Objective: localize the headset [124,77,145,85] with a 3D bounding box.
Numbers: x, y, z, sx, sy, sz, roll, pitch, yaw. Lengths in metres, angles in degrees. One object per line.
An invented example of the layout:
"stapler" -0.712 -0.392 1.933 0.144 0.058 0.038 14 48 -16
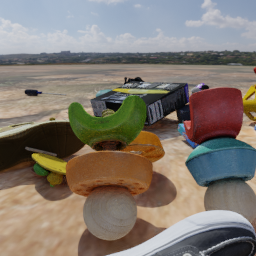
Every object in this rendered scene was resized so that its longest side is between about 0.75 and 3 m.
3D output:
"headset" 0.405 -3.000 19.148 1.204 0.916 1.949 -17 38 -38

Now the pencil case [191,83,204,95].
"pencil case" 3.669 -1.780 14.187 0.793 0.808 1.889 14 20 14

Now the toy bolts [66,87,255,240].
"toy bolts" 0.632 0.791 4.697 2.859 1.983 2.731 -8 -26 7

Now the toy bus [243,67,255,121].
"toy bus" 4.893 -0.773 9.143 2.261 1.238 2.396 31 -12 28

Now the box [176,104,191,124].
"box" 2.234 -0.492 9.782 0.951 0.544 1.044 -12 15 3

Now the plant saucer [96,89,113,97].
"plant saucer" -1.031 -1.951 15.751 1.616 0.290 1.616 0 16 0

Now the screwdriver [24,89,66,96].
"screwdriver" -4.615 -1.986 15.626 2.639 0.384 0.368 1 17 18

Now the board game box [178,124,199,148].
"board game box" 1.970 0.194 7.854 0.797 0.236 1.048 -1 26 -15

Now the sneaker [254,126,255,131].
"sneaker" 4.155 0.061 7.380 1.453 0.619 0.560 23 13 19

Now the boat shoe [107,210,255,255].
"boat shoe" 0.340 1.501 2.586 2.465 0.862 0.817 -8 23 -21

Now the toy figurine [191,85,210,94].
"toy figurine" 3.532 -1.310 12.172 1.410 0.996 1.432 14 21 41

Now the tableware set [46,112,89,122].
"tableware set" -2.152 -0.363 10.229 1.541 0.236 1.038 -11 20 -36

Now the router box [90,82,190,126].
"router box" 0.405 -1.006 10.321 2.300 0.764 2.925 -30 27 -37

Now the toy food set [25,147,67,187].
"toy food set" -1.613 0.855 5.724 0.790 0.439 1.344 18 3 -40

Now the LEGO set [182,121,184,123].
"LEGO set" 2.195 0.042 8.900 0.676 0.295 1.041 -16 35 -39

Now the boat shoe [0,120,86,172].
"boat shoe" -2.326 0.279 6.468 2.813 1.041 0.934 -10 24 -31
